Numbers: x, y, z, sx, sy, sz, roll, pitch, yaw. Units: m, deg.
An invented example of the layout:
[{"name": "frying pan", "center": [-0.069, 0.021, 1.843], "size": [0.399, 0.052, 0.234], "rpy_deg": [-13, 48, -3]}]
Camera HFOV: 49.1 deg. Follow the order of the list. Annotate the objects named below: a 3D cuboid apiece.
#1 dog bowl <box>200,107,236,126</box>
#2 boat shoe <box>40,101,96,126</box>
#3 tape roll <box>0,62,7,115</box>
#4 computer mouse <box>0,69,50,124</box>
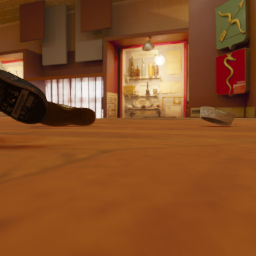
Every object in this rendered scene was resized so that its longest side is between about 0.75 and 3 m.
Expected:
[{"name": "dog bowl", "center": [2.676, -0.340, 8.481], "size": [1.053, 0.309, 1.053], "rpy_deg": [17, -4, 1]}, {"name": "boat shoe", "center": [-2.078, -0.376, 8.659], "size": [2.086, 0.764, 0.676], "rpy_deg": [9, -6, -18]}, {"name": "tape roll", "center": [-2.609, -0.829, 3.179], "size": [2.525, 0.461, 2.525], "rpy_deg": [35, 21, -15]}, {"name": "computer mouse", "center": [-1.268, -0.409, 2.960], "size": [0.982, 0.680, 0.259], "rpy_deg": [31, 20, -17]}]
